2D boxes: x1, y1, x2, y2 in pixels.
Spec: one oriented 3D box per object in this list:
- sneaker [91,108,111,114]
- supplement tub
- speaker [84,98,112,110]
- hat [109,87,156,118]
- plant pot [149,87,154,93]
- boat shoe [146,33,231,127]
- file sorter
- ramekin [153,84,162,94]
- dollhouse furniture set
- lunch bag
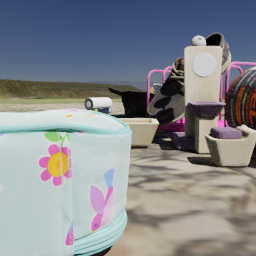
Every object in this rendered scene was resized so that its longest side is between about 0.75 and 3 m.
[{"bbox_3d":[-1.282,-0.764,13.320,1.011,0.333,0.396,-2,-15,16],"label":"sneaker"},{"bbox_3d":[2.776,-0.268,4.132,1.588,1.588,2.969,-1,7,-8],"label":"supplement tub"},{"bbox_3d":[-1.788,-1.480,17.119,0.746,0.746,1.836,5,9,34],"label":"speaker"},{"bbox_3d":[0.333,-0.941,11.661,2.628,1.060,2.628,11,2,0],"label":"hat"},{"bbox_3d":[2.399,-2.978,26.123,1.783,1.783,1.914,6,22,38],"label":"plant pot"},{"bbox_3d":[1.249,-1.138,6.143,0.941,2.525,0.926,33,-16,37],"label":"boat shoe"},{"bbox_3d":[2.095,-0.847,7.856,1.974,1.781,2.840,-6,9,-38],"label":"file sorter"},{"bbox_3d":[3.056,-2.052,18.188,2.970,1.448,2.970,3,8,0],"label":"ramekin"},{"bbox_3d":[0.345,-0.596,4.783,2.860,2.030,2.266,0,8,2],"label":"dollhouse furniture set"},{"bbox_3d":[-1.186,0.322,2.122,2.328,0.897,1.867,-3,5,-22],"label":"lunch bag"}]
